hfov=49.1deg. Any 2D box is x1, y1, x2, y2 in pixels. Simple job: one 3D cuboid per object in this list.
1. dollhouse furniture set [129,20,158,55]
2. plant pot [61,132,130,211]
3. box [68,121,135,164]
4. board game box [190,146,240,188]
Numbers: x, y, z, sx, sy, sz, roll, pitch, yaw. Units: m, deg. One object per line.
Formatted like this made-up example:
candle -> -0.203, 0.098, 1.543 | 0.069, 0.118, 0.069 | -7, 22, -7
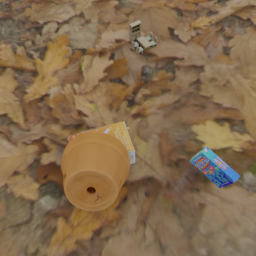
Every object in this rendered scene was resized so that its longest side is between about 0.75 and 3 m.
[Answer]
dollhouse furniture set -> 0.460, -3.144, 9.650 | 0.809, 0.613, 0.923 | -30, 63, -17
plant pot -> -0.762, 1.054, 6.302 | 1.636, 1.636, 1.145 | 0, 26, 0
box -> -0.673, 0.574, 7.305 | 1.523, 0.743, 0.948 | -16, 57, -9
board game box -> 2.032, 0.954, 6.658 | 0.997, 0.758, 0.224 | 43, 67, 9
